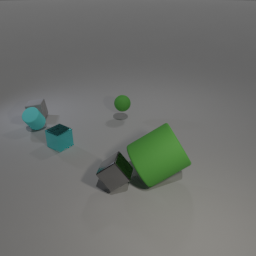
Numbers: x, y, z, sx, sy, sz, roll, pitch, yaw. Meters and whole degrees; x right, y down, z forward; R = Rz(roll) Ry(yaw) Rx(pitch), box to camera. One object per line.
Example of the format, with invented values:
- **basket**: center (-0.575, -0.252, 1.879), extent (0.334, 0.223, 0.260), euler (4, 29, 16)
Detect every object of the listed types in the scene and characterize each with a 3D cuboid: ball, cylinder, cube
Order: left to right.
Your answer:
- **cylinder**: center (-3.774, -0.372, 11.239), extent (0.700, 0.700, 0.700), euler (-4, 63, 8)
- **cube**: center (-3.991, -0.802, 12.267), extent (0.700, 0.700, 0.700), euler (-9, 27, 2)
- **cube**: center (-2.501, 0.355, 10.230), extent (0.700, 0.700, 0.700), euler (20, 34, 32)
- **cube**: center (-0.365, 1.230, 7.961), extent (0.700, 0.700, 0.700), euler (-34, 14, 20)
- **ball**: center (-0.236, -1.046, 11.854), extent (0.700, 0.700, 0.700), euler (0, 28, 0)
- **cylinder**: center (0.895, 0.785, 8.185), extent (1.400, 1.400, 1.400), euler (-31, 29, 7)
